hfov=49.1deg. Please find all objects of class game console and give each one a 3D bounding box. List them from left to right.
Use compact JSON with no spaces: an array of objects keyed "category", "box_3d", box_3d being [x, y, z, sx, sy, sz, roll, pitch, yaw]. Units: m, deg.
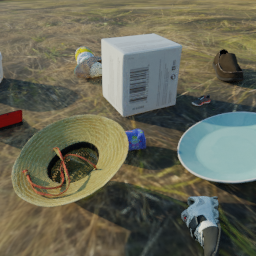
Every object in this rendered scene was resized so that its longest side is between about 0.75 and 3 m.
[{"category":"game console","box_3d":[-4.153,-0.319,9.093,1.255,0.745,1.082,-20,36,-30]}]

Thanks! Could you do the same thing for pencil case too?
[{"category":"pencil case","box_3d":[-0.215,0.350,8.076,1.481,0.643,0.578,-3,1,-7]}]

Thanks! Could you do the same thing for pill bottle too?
[{"category":"pill bottle","box_3d":[-2.166,-3.513,14.316,0.925,0.925,1.663,-8,32,-13]}]

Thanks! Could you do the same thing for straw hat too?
[{"category":"straw hat","box_3d":[-1.211,0.966,6.537,2.712,1.148,2.712,-6,40,6]}]

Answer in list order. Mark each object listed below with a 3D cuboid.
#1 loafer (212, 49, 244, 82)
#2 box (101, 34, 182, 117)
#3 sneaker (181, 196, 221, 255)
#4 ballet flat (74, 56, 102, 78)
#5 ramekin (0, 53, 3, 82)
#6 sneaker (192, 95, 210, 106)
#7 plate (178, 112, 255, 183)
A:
[{"category":"loafer","box_3d":[4.706,-3.046,13.388,1.075,1.051,2.945,-1,31,-2]},{"category":"box","box_3d":[0.419,-2.037,10.374,2.347,2.335,2.010,-15,35,-23]},{"category":"sneaker","box_3d":[1.406,1.935,5.465,0.745,0.624,1.683,6,22,10]},{"category":"ballet flat","box_3d":[-1.314,-2.976,13.457,0.949,0.961,2.823,27,40,24]},{"category":"ramekin","box_3d":[-6.758,-2.555,12.354,2.420,1.270,2.420,0,30,0]},{"category":"sneaker","box_3d":[2.823,-1.113,10.815,0.862,0.353,0.332,-18,35,-28]},{"category":"plate","box_3d":[2.806,0.503,7.517,2.923,0.373,2.923,-15,31,9]}]
